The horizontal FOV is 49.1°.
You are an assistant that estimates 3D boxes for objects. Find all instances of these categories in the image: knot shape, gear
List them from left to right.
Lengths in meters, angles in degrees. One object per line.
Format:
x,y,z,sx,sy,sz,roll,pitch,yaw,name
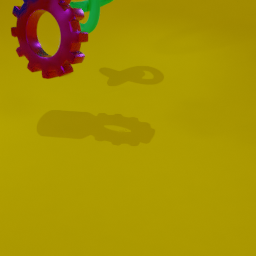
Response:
-1.731,-2.029,6.066,1.857,1.857,0.343,22,27,21,gear
-1.369,-3.665,8.163,2.079,1.945,0.960,6,55,-22,knot shape
